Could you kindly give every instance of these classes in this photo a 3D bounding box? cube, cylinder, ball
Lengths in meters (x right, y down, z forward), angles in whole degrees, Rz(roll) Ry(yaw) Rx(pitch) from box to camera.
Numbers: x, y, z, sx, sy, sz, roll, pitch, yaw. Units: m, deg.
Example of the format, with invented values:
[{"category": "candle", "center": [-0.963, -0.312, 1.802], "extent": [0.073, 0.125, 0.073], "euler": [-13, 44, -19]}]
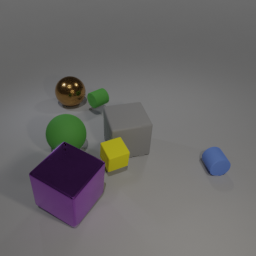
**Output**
[{"category": "cube", "center": [-1.587, 1.507, 7.592], "extent": [1.400, 1.400, 1.400], "euler": [24, 45, 18]}, {"category": "cylinder", "center": [2.888, 1.092, 9.202], "extent": [0.700, 0.700, 0.700], "euler": [-5, 35, -8]}, {"category": "ball", "center": [-2.158, 0.205, 9.802], "extent": [1.400, 1.400, 1.400], "euler": [0, 33, 0]}, {"category": "cube", "center": [-0.052, 0.089, 9.974], "extent": [1.400, 1.400, 1.400], "euler": [-9, 41, -13]}, {"category": "ball", "center": [-2.663, -1.689, 12.965], "extent": [1.400, 1.400, 1.400], "euler": [0, 33, 0]}, {"category": "cylinder", "center": [-1.300, -1.304, 12.217], "extent": [0.700, 0.700, 0.700], "euler": [-28, 42, -34]}, {"category": "cube", "center": [-0.431, 0.837, 8.860], "extent": [0.700, 0.700, 0.700], "euler": [-16, 51, -21]}]
